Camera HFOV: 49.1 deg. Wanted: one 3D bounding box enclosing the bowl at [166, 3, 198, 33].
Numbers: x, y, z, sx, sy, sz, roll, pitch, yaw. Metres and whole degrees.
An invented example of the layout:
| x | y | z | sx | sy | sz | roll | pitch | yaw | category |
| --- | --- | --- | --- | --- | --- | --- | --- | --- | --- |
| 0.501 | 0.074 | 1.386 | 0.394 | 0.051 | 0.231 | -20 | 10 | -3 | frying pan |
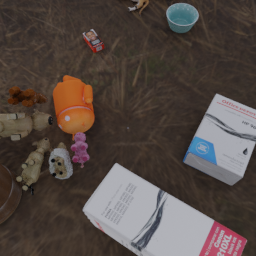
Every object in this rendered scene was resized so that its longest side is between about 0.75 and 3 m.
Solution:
| x | y | z | sx | sy | sz | roll | pitch | yaw | category |
| --- | --- | --- | --- | --- | --- | --- | --- | --- | --- |
| 1.845 | -3.731 | 9.714 | 1.088 | 0.569 | 1.088 | 0 | 63 | 1 | bowl |

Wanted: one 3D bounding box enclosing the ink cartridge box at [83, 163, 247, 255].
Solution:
| x | y | z | sx | sy | sz | roll | pitch | yaw | category |
| --- | --- | --- | --- | --- | --- | --- | --- | --- | --- |
| 0.620 | 2.156 | 5.850 | 2.796 | 2.024 | 1.179 | 29 | 66 | 15 | ink cartridge box |

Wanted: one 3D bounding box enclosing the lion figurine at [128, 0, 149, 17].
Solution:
| x | y | z | sx | sy | sz | roll | pitch | yaw | category |
| --- | --- | --- | --- | --- | --- | --- | --- | --- | --- |
| 0.275 | -4.908 | 10.386 | 1.059 | 0.627 | 1.730 | -33 | 81 | -24 | lion figurine |

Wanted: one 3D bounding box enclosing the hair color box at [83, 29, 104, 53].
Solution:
| x | y | z | sx | sy | sz | roll | pitch | yaw | category |
| --- | --- | --- | --- | --- | --- | --- | --- | --- | --- |
| -1.169 | -2.953 | 9.497 | 0.402 | 0.243 | 0.793 | -30 | 66 | -13 | hair color box |

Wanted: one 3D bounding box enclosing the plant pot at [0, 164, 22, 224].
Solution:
| x | y | z | sx | sy | sz | roll | pitch | yaw | category |
| --- | --- | --- | --- | --- | --- | --- | --- | --- | --- |
| -3.571 | 1.255 | 6.415 | 1.714 | 1.697 | 1.714 | 0 | 56 | 0 | plant pot |

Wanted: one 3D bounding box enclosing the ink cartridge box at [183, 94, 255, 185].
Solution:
| x | y | z | sx | sy | sz | roll | pitch | yaw | category |
| --- | --- | --- | --- | --- | --- | --- | --- | --- | --- |
| 2.687 | 0.077 | 7.598 | 1.442 | 0.843 | 2.485 | 25 | 66 | 12 | ink cartridge box |

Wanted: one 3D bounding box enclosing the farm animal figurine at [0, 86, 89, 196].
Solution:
| x | y | z | sx | sy | sz | roll | pitch | yaw | category |
| --- | --- | --- | --- | --- | --- | --- | --- | --- | --- |
| -2.292 | 0.273 | 7.117 | 2.033 | 1.266 | 2.518 | -40 | 97 | 4 | farm animal figurine |

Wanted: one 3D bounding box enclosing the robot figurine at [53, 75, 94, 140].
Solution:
| x | y | z | sx | sy | sz | roll | pitch | yaw | category |
| --- | --- | --- | --- | --- | --- | --- | --- | --- | --- |
| -1.496 | -0.601 | 7.750 | 1.279 | 1.037 | 1.779 | -16 | 64 | 1 | robot figurine |
